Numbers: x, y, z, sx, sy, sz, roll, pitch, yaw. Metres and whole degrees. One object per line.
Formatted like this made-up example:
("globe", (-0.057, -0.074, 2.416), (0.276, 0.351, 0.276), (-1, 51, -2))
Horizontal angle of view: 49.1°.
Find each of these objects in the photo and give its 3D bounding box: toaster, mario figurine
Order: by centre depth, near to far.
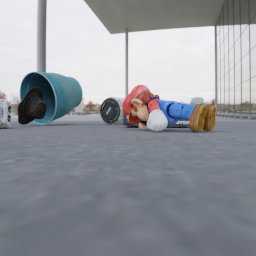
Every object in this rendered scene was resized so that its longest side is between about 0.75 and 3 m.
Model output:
("mario figurine", (1.015, -0.273, 8.352), (2.920, 1.547, 1.802), (15, -25, 40))
("toaster", (-4.920, -0.544, 10.014), (1.289, 1.134, 1.996), (2, -3, -16))

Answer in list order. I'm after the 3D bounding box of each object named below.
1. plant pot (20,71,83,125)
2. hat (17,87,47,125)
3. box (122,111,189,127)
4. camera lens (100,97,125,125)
("plant pot", (-4.140, -1.844, 15.998), (2.862, 2.862, 2.689), (1, 13, 32))
("hat", (-4.407, -0.903, 13.479), (0.825, 2.045, 2.045), (26, 6, 8))
("box", (1.215, -0.380, 12.008), (2.771, 0.688, 2.750), (0, 3, 3))
("camera lens", (-0.524, -0.977, 16.140), (1.568, 1.568, 1.960), (1, 3, 34))
